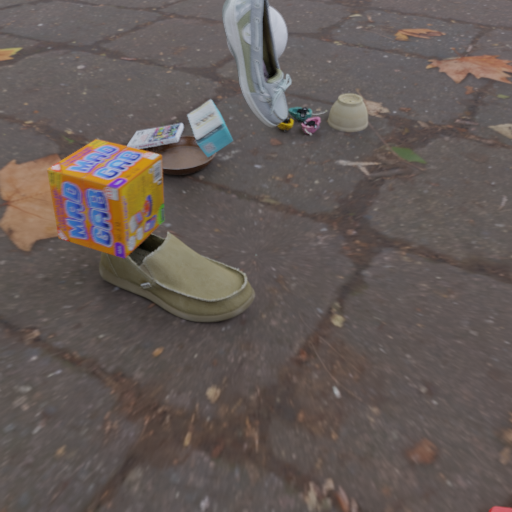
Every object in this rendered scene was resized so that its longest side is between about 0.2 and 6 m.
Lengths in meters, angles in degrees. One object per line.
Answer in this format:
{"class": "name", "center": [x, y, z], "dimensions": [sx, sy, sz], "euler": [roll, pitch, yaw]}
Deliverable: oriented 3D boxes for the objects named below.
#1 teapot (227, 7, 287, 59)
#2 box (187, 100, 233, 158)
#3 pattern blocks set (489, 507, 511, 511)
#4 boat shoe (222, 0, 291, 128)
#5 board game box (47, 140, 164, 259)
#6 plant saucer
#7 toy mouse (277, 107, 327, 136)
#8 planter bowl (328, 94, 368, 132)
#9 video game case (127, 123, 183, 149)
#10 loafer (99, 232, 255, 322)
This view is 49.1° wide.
{"class": "teapot", "center": [0.012, -4.121, 10.247], "dimensions": [1.212, 0.897, 1.228], "euler": [-42, 82, -9]}
{"class": "box", "center": [-0.851, -2.336, 10.174], "dimensions": [0.557, 0.333, 1.353], "euler": [-32, 37, 8]}
{"class": "pattern blocks set", "center": [4.779, 3.615, 6.177], "dimensions": [3.556, 0.288, 3.126], "euler": [-11, 41, -14]}
{"class": "boat shoe", "center": [0.121, -2.900, 8.469], "dimensions": [0.652, 2.033, 0.749], "euler": [1, 38, 30]}
{"class": "board game box", "center": [-2.217, -0.892, 8.491], "dimensions": [1.194, 1.194, 1.193], "euler": [16, 37, 15]}
{"class": "plant saucer", "center": [-1.785, -2.374, 13.372], "dimensions": [1.708, 0.294, 1.708], "euler": [-1, 38, 1]}
{"class": "toy mouse", "center": [1.260, -3.559, 14.815], "dimensions": [1.453, 0.316, 1.635], "euler": [-21, 44, -23]}
{"class": "planter bowl", "center": [2.466, -3.855, 14.866], "dimensions": [1.068, 0.719, 1.068], "euler": [0, 39, 0]}
{"class": "video game case", "center": [-2.468, -2.946, 13.857], "dimensions": [1.231, 0.155, 1.351], "euler": [-9, 27, 4]}
{"class": "loafer", "center": [-1.466, 0.256, 9.654], "dimensions": [3.009, 1.015, 1.144], "euler": [14, 42, 16]}
